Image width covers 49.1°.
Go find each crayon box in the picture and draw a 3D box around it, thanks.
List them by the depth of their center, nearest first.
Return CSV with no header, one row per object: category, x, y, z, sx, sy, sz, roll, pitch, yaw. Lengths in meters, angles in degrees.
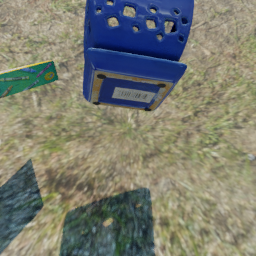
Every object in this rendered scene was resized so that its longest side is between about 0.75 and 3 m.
crayon box,-2.935,-1.224,7.223,1.917,0.559,1.139,-28,23,-38

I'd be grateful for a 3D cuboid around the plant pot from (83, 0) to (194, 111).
plant pot,0.075,-1.629,6.277,2.261,2.260,2.032,7,70,-10
